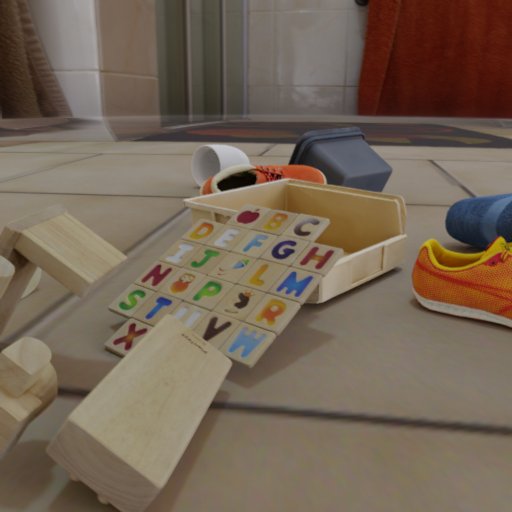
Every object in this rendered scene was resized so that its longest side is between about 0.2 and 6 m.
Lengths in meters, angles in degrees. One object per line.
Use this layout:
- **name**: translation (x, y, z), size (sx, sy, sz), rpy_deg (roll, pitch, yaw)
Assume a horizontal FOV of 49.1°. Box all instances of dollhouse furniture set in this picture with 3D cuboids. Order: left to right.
- **dollhouse furniture set**: translation (-1.678, 1.100, 4.585), size (2.154, 1.755, 2.048), rpy_deg (37, 22, 0)

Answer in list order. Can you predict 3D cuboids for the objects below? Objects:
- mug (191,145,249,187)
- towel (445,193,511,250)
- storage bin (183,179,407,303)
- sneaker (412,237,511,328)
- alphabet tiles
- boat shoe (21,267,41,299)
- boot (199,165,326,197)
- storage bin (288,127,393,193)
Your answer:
- **mug**: translation (-0.716, -2.173, 14.291), size (1.288, 1.085, 1.469), rpy_deg (-12, 51, -47)
- **towel**: translation (4.073, -0.434, 7.516), size (2.105, 0.915, 3.770), rpy_deg (-6, 5, 2)
- **storage bin**: translation (0.606, -0.301, 7.922), size (2.287, 1.080, 2.304), rpy_deg (15, 22, 39)
- **sneaker**: translation (2.957, 0.316, 6.209), size (2.444, 0.943, 0.892), rpy_deg (10, 19, 24)
- **alphabet tiles**: translation (-0.365, 0.262, 5.954), size (2.065, 0.079, 2.482), rpy_deg (14, 48, 38)
- **boat shoe**: translation (-3.541, 0.316, 6.140), size (0.832, 0.971, 2.655), rpy_deg (8, 12, 15)
- **boot**: translation (0.247, -1.301, 10.572), size (2.534, 0.951, 1.359), rpy_deg (-10, -6, -13)
- **storage bin**: translation (1.920, -1.842, 12.689), size (2.125, 1.547, 1.427), rpy_deg (-14, 49, -38)
